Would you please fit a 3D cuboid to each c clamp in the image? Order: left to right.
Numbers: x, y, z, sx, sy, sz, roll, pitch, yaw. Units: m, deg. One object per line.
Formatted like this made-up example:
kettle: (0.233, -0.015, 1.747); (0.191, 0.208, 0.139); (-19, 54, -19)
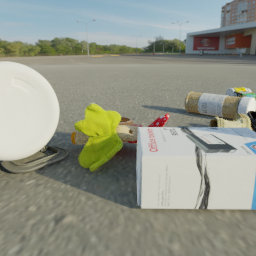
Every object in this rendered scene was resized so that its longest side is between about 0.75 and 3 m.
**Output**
c clamp: (-2.425, 0.677, 6.763); (1.769, 0.240, 1.511); (-15, 22, -42)

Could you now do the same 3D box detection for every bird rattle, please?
bird rattle: (-0.273, 0.099, 7.074); (2.577, 1.452, 2.101); (-10, 2, -41)

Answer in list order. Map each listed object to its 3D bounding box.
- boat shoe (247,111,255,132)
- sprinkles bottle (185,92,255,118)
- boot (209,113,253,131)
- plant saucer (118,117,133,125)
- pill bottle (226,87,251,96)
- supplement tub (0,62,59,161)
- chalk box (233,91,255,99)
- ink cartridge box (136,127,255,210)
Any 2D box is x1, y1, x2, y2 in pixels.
boat shoe: (3.968, -0.001, 8.070); (0.831, 0.818, 2.230); (-3, 16, -11)
sprinkles bottle: (3.571, -0.894, 11.074); (2.621, 0.895, 0.895); (13, 21, 40)
boot: (2.933, -0.098, 8.139); (1.131, 0.530, 1.455); (16, 36, 0)
plant saucer: (-0.307, -0.230, 10.096); (0.993, 0.171, 0.993); (-1, 15, 0)
pill bottle: (5.790, -1.777, 14.607); (1.195, 0.672, 0.672); (-6, 17, -19)
supplement tub: (-2.945, -0.346, 6.599); (2.010, 2.010, 2.784); (-9, 5, -29)
chalk box: (5.441, -1.313, 12.974); (0.679, 0.684, 1.096); (-2, 17, -6)
ink cartridge box: (1.380, 0.671, 5.322); (2.428, 1.023, 1.756); (0, 16, 0)
